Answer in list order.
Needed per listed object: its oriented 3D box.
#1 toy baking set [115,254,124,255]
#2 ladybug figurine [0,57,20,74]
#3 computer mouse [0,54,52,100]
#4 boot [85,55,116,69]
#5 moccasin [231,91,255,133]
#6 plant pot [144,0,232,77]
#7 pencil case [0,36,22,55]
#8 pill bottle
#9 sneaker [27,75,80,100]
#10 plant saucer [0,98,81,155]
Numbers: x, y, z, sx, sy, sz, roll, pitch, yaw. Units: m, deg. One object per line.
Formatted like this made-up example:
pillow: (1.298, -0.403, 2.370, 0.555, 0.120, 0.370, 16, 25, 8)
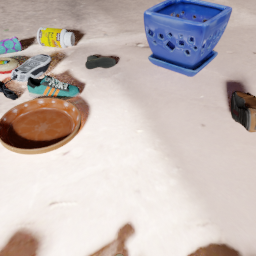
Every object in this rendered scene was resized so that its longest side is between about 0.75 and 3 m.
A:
toy baking set: (-0.515, 3.726, 4.774, 2.153, 0.326, 2.806, -4, 47, -13)
ladybug figurine: (-5.396, -2.674, 12.140, 1.455, 0.523, 0.988, 3, 40, 4)
computer mouse: (-4.173, -2.135, 11.500, 1.535, 0.614, 2.799, 21, 50, 29)
boot: (-1.255, -3.100, 12.698, 1.358, 0.526, 0.940, -3, 35, -5)
moccasin: (3.903, -0.627, 8.752, 1.087, 1.030, 2.815, -2, 12, 7)
plant pot: (2.463, -3.888, 12.053, 2.773, 2.493, 2.773, 25, 47, 27)
pencil case: (-6.041, -3.927, 13.427, 1.682, 0.777, 0.716, -18, 43, -19)
pill bottle: (-3.558, -4.483, 13.956, 1.711, 0.934, 0.934, 8, 41, 10)
sneaker: (-2.858, -1.560, 10.610, 2.015, 0.805, 0.719, 2, 40, 2)
plant saucer: (-2.857, -0.078, 9.170, 2.667, 0.430, 2.667, 0, 41, 0)
